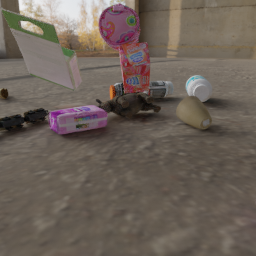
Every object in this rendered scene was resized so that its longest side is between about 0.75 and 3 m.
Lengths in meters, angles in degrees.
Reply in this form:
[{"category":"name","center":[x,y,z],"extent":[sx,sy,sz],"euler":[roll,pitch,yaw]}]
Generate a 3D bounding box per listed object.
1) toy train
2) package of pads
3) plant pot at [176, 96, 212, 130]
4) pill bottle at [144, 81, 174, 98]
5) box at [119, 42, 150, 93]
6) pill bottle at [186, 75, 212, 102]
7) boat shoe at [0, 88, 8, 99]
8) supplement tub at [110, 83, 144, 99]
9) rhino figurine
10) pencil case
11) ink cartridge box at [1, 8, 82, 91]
[{"category":"toy train","center":[-4.010,-0.204,9.678],"extent":[0.678,0.505,2.960],"euler":[-2,14,37]},{"category":"package of pads","center":[-1.721,-0.313,9.622],"extent":[1.804,0.682,1.087],"euler":[-11,18,-32]},{"category":"plant pot","center":[2.402,-0.447,9.791],"extent":[1.011,1.011,1.079],"euler":[-8,35,-24]},{"category":"pill bottle","center":[1.498,-1.995,14.564],"extent":[1.569,0.893,0.893],"euler":[-6,19,-20]},{"category":"box","center":[0.211,-1.728,8.295],"extent":[0.824,0.760,1.605],"euler":[-5,-19,0]},{"category":"pill bottle","center":[3.534,-1.938,13.947],"extent":[1.145,1.145,2.067],"euler":[2,18,6]},{"category":"boat shoe","center":[-6.607,-1.776,14.575],"extent":[0.485,0.536,1.504],"euler":[-10,10,-12]},{"category":"supplement tub","center":[-0.079,-1.744,13.696],"extent":[1.542,0.945,0.945],"euler":[-4,18,-14]},{"category":"rhino figurine","center":[-0.212,-0.888,11.185],"extent":[2.842,0.850,1.243],"euler":[-9,21,-20]},{"category":"pencil case","center":[-0.210,-3.133,9.047],"extent":[1.254,1.254,2.868],"euler":[1,13,3]},{"category":"ink cartridge box","center":[-2.596,-2.502,8.848],"extent":[1.941,2.667,0.639],"euler":[22,58,16]}]
